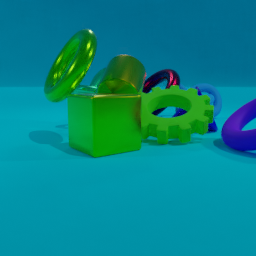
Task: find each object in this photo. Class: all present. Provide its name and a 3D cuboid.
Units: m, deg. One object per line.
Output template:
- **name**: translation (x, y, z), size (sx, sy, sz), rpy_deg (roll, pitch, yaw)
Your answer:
- **cone**: translation (1.480, -0.249, 7.276), size (1.248, 1.243, 1.243), rpy_deg (-25, 4, 13)
- **ring**: translation (0.862, -1.117, 9.252), size (0.404, 2.021, 2.021), rpy_deg (39, -11, -27)
- **gear**: translation (0.908, -0.355, 6.168), size (1.842, 0.341, 1.842), rpy_deg (-5, 35, 4)
- **ring**: translation (-1.214, -1.287, 5.803), size (0.338, 1.691, 1.691), rpy_deg (30, -7, -31)
- **cube**: translation (-0.437, -0.112, 5.130), size (1.005, 1.005, 1.005), rpy_deg (-7, 11, -36)
- **knot shape**: translation (-0.839, -0.998, 7.468), size (1.592, 0.786, 1.702), rpy_deg (-6, 28, 34)
- **ring**: translation (2.573, -0.197, 5.152), size (1.800, 0.360, 1.800), rpy_deg (-33, 11, 7)
- **cylinder**: translation (-0.121, -0.961, 6.077), size (0.910, 0.910, 0.910), rpy_deg (2, 46, 14)
- **knot shape**: translation (2.398, -0.960, 9.560), size (1.866, 0.922, 1.995), rpy_deg (0, 30, -20)
